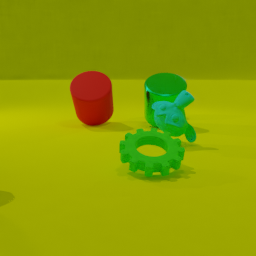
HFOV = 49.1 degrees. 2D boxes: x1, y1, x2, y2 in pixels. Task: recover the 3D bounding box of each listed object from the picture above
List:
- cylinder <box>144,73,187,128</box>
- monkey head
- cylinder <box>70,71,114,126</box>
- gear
[{"bbox_3d":[1.146,-0.864,8.770,1.279,1.279,1.279,-2,42,2],"label":"cylinder"},{"bbox_3d":[1.134,-0.336,6.628,1.434,1.032,0.864,45,1,24],"label":"monkey head"},{"bbox_3d":[-1.139,-0.951,9.096,1.296,1.296,1.296,0,56,0],"label":"cylinder"},{"bbox_3d":[0.412,0.392,4.919,1.118,0.207,1.118,2,34,-1],"label":"gear"}]
